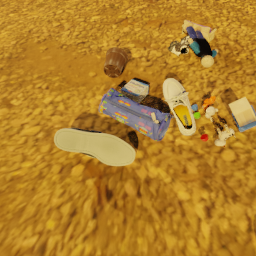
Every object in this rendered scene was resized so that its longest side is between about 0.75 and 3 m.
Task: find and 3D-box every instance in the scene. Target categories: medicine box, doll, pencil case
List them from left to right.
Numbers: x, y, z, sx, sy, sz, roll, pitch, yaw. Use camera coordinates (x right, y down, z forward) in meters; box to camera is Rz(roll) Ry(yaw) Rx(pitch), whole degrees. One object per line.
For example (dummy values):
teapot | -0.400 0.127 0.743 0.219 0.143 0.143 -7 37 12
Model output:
medicine box | 0.247 -1.320 10.200 0.737 0.416 0.809 24 50 22
pencil case | 0.211 -0.436 8.671 2.318 1.007 0.904 26 81 16
doll | 3.216 -3.570 12.176 1.711 0.608 2.507 15 47 -26

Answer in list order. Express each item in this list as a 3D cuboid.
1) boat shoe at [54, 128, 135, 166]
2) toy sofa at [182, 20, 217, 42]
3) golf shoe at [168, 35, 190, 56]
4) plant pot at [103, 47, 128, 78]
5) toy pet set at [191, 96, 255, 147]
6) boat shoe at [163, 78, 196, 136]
boat shoe | -0.915 0.464 8.105 2.330 0.881 0.703 20 5 -2
toy sofa | 3.395 -4.730 13.414 1.536 0.749 0.636 29 52 27
golf shoe | 2.538 -3.621 12.501 1.603 0.623 0.757 -30 69 -25
plant pot | -0.534 -2.549 11.169 0.941 0.941 0.931 8 54 8
toy pet set | 3.171 -0.205 8.979 1.782 1.013 1.908 -26 33 20
boat shoe | 1.585 -0.755 8.758 0.743 0.857 2.010 -17 75 7
